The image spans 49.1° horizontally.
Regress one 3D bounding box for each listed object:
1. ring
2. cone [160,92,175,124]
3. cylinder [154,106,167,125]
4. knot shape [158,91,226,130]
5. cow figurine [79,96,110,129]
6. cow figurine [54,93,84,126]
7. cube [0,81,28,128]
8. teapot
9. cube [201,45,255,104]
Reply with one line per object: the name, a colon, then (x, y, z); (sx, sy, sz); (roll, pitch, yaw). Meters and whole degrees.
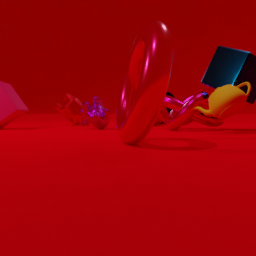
ring: (0.173, -0.591, 3.760); (0.329, 1.645, 1.645); (12, 1, -11)
cone: (0.890, -0.981, 10.518); (1.285, 1.285, 1.290); (-2, 27, -32)
cylinder: (0.629, -0.548, 9.099); (0.949, 0.949, 0.949); (2, 3, 34)
knot shape: (1.667, -0.457, 7.200); (1.785, 0.881, 1.908); (-5, 5, -16)
cow figurine: (-0.889, -0.296, 7.495); (0.623, 1.118, 1.136); (-29, 56, -22)
cow figurine: (-1.756, -0.517, 9.446); (1.569, 0.875, 1.595); (38, -11, 28)
cube: (-3.277, -0.570, 7.175); (0.881, 0.881, 0.881); (-35, 5, -2)
teapot: (1.963, -0.558, 5.775); (1.229, 0.602, 0.764); (-31, -26, 12)
cube: (2.573, -1.270, 6.689); (0.976, 0.976, 0.976); (14, 16, -34)
